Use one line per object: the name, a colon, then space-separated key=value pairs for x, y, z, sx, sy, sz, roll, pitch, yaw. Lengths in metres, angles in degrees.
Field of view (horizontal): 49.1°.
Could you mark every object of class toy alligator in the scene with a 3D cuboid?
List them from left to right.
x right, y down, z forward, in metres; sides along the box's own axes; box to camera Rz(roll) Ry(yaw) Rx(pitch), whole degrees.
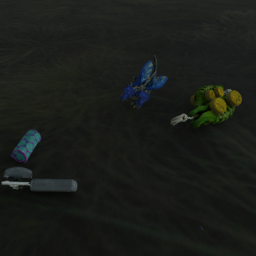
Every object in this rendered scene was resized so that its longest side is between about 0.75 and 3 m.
toy alligator: x=2.257 y=-0.364 z=7.750 sx=2.718 sy=0.901 sz=0.653 roll=-24 pitch=83 yaw=-30
toy alligator: x=2.681 y=-1.150 z=9.004 sx=2.143 sy=0.515 sz=0.710 roll=-22 pitch=3 yaw=-43

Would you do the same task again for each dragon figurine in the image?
dragon figurine: x=0.612 y=-1.443 z=8.488 sx=0.811 sy=1.371 sz=2.757 roll=43 pitch=59 yaw=-6

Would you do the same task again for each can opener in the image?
can opener: x=-1.796 y=1.036 z=5.684 sx=1.504 sy=0.401 sz=0.503 roll=1 pitch=75 yaw=0

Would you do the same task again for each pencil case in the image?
pencil case: x=-2.445 y=0.435 z=6.785 sx=0.392 sy=0.426 sz=0.921 roll=18 pitch=33 yaw=-3
